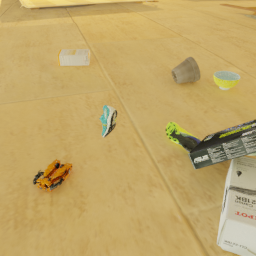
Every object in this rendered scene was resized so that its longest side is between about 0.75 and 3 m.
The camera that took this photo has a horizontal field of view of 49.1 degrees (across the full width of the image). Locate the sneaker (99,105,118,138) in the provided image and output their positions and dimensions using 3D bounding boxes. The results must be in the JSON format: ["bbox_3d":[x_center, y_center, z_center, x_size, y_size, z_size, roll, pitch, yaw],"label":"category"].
[{"bbox_3d":[-0.419,-0.136,5.649,0.313,0.785,0.304,32,43,18],"label":"sneaker"}]

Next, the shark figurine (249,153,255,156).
[{"bbox_3d":[4.152,0.607,9.577,0.757,1.084,1.814,-27,17,-26],"label":"shark figurine"}]

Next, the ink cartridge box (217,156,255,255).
[{"bbox_3d":[3.426,1.988,7.146,1.834,1.065,2.542,12,36,18],"label":"ink cartridge box"}]

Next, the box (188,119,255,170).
[{"bbox_3d":[3.324,0.325,8.349,2.523,0.599,2.437,-22,-2,31],"label":"box"}]

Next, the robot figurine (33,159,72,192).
[{"bbox_3d":[-2.275,1.468,8.552,0.913,0.367,1.260,13,35,19],"label":"robot figurine"}]

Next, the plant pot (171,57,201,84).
[{"bbox_3d":[2.888,-2.839,14.324,1.134,1.307,1.307,-22,37,-3],"label":"plant pot"}]

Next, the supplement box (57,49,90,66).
[{"bbox_3d":[-3.193,-4.207,16.697,1.798,0.661,1.133,-1,34,-1],"label":"supplement box"}]

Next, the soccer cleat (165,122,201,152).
[{"bbox_3d":[2.044,0.371,10.154,0.788,0.609,1.884,15,18,-35],"label":"soccer cleat"}]

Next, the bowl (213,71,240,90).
[{"bbox_3d":[4.819,-2.283,13.829,1.260,0.678,1.260,0,34,0],"label":"bowl"}]
